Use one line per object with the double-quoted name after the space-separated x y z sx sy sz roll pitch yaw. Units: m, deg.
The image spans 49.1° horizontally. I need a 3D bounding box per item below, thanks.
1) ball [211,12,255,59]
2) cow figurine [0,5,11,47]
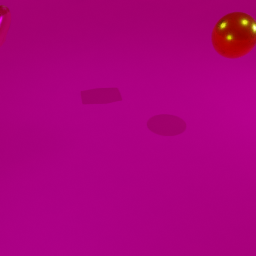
2.684 -2.324 7.059 1.125 1.125 1.125 0 39 0 "ball"
-2.178 -1.373 3.993 1.183 1.164 0.649 43 37 23 "cow figurine"
